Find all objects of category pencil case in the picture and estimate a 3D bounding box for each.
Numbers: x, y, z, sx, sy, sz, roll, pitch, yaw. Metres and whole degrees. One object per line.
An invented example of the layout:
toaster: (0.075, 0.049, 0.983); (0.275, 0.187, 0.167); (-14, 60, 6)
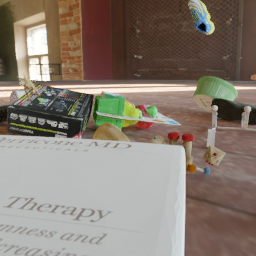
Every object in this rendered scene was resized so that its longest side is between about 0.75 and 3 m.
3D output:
pencil case: (-4.528, -1.382, 14.076); (1.194, 1.094, 2.631); (15, 18, 39)

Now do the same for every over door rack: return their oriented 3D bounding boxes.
over door rack: (3.658, -0.122, 8.568); (2.216, 0.999, 2.999); (3, 13, 19)

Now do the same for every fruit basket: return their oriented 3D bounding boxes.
fruit basket: (0.166, -0.600, 10.068); (2.803, 1.314, 2.596); (1, 12, -11)

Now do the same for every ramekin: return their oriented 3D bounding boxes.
ramekin: (4.024, -1.500, 13.169); (1.932, 0.944, 1.932); (27, -11, 5)

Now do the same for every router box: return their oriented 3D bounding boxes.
router box: (-2.301, -0.533, 8.947); (2.054, 0.852, 2.741); (11, 22, -3)

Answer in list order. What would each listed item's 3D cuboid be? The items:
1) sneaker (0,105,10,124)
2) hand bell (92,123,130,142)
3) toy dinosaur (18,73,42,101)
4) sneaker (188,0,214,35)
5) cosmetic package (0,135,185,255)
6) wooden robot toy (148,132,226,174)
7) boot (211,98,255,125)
sneaker: (-4.388, -0.649, 10.992); (2.232, 0.817, 0.914); (0, 26, -1)
hand bell: (-1.280, 1.033, 3.432); (2.819, 1.468, 1.468); (-19, 20, -26)
toy dinosaur: (-1.911, -0.814, 5.400); (0.306, 0.531, 1.051); (-24, 20, -14)
sneaker: (2.021, -3.150, 7.893); (0.432, 1.141, 0.599); (-35, 1, 39)
cosmetic package: (-0.584, 1.073, 1.435); (1.678, 1.667, 2.005); (2, 11, 12)
wooden robot toy: (0.858, 0.635, 5.654); (2.019, 0.889, 0.916); (5, 24, 25)
boot: (4.922, -0.700, 11.822); (1.626, 0.843, 2.489); (-9, 23, -39)
